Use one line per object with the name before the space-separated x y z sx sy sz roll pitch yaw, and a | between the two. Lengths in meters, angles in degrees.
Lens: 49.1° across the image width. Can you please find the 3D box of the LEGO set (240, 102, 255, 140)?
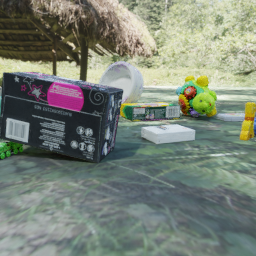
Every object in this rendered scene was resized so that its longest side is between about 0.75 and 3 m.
LEGO set | 4.123 -0.249 8.684 1.025 1.103 2.688 7 13 36

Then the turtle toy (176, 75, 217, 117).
turtle toy | 3.145 -1.306 12.873 1.378 1.987 2.727 -25 17 -14

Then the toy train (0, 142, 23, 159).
toy train | -2.960 0.520 6.638 0.263 0.356 1.261 5 11 19

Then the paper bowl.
paper bowl | -0.285 -2.044 14.478 2.531 2.531 1.316 10 -4 42

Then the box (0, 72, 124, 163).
box | -1.572 -0.353 6.889 2.555 1.688 1.466 12 14 11

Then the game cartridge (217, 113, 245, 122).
game cartridge | 4.649 -0.454 12.135 1.320 0.270 0.878 -2 15 -9

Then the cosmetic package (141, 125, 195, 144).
cosmetic package | 1.213 0.170 8.562 1.323 0.342 0.998 -5 14 -24

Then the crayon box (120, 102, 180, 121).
crayon box | 0.957 -0.796 12.773 2.214 0.645 1.910 -3 11 -17
